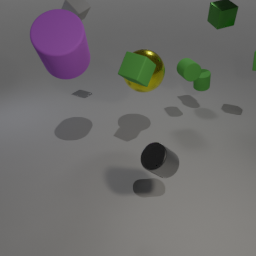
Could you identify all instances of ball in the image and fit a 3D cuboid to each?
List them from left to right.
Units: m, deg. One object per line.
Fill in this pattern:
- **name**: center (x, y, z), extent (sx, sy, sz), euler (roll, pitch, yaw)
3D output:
- **ball**: center (0.515, -1.872, 9.233), extent (1.400, 1.400, 1.400), euler (0, 29, 0)

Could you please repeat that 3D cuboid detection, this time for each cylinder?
- **cylinder**: center (-1.823, -2.276, 7.802), extent (1.400, 1.400, 1.400), euler (0, 74, -1)
- **cylinder**: center (0.769, 0.778, 6.716), extent (0.700, 0.700, 0.700), euler (32, -1, 44)
- **cylinder**: center (2.259, -2.169, 10.409), extent (0.700, 0.700, 0.700), euler (-7, 31, -12)
- **cylinder**: center (3.145, -2.044, 11.932), extent (0.700, 0.700, 0.700), euler (-5, 43, 5)

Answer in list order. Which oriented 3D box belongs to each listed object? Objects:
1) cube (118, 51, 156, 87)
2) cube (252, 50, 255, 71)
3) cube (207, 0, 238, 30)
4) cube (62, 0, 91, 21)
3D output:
- **cube**: center (0.264, -1.679, 8.037), extent (0.700, 0.700, 0.700), euler (24, 4, 29)
- **cube**: center (5.010, -2.504, 10.269), extent (0.700, 0.700, 0.700), euler (10, 28, 26)
- **cube**: center (3.320, -4.013, 9.865), extent (0.700, 0.700, 0.700), euler (-17, 49, -11)
- **cube**: center (-1.940, -4.390, 10.352), extent (0.700, 0.700, 0.700), euler (-49, 9, -33)
